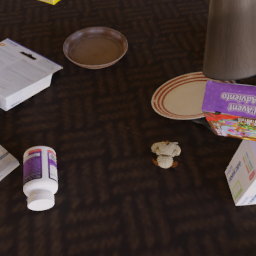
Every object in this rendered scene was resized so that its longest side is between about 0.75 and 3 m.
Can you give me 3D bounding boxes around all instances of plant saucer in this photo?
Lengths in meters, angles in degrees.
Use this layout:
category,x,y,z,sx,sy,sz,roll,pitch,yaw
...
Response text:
category,x,y,z,sx,sy,sz,roll,pitch,yaw
plant saucer,-1.345,-3.322,11.759,2.659,0.426,2.659,0,51,0

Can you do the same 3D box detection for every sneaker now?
category,x,y,z,sx,sy,sz,roll,pitch,yaw
sneaker,2.732,-0.371,9.186,1.643,0.857,0.493,36,59,24

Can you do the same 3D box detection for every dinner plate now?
category,x,y,z,sx,sy,sz,roll,pitch,yaw
dinner plate,2.236,-1.092,9.626,2.871,0.348,2.871,-15,35,10

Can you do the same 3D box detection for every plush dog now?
category,x,y,z,sx,sy,sz,roll,pitch,yaw
plush dog,1.146,0.824,8.457,0.911,0.731,0.783,6,76,4

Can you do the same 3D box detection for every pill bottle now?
category,x,y,z,sx,sy,sz,roll,pitch,yaw
pill bottle,-2.433,1.391,7.789,0.903,0.903,1.621,-9,53,-7

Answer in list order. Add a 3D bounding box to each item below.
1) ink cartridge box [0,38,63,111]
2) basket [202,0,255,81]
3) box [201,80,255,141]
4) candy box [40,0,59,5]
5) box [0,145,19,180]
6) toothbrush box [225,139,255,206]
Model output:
category,x,y,z,sx,sy,sz,roll,pitch,yaw
ink cartridge box,-4.472,-2.112,10.373,2.939,0.598,2.945,29,43,14
basket,3.286,-2.941,8.482,2.188,2.427,1.650,-13,39,5
box,2.528,-0.134,5.239,1.905,2.784,0.544,10,85,23
candy box,-2.155,-4.336,8.746,0.690,0.178,1.350,26,61,19
box,-4.247,1.005,8.472,1.510,0.311,1.178,33,59,24
toothbrush box,4.221,1.077,7.388,2.638,1.921,1.136,-2,52,-3
